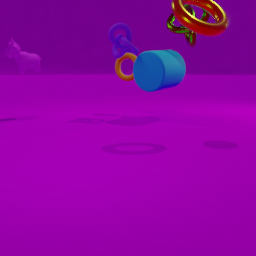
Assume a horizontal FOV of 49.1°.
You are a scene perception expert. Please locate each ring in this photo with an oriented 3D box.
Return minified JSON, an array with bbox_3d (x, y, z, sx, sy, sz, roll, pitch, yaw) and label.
[{"bbox_3d":[-0.018,-2.466,11.364,1.129,1.129,0.226,6,13,25],"label":"ring"},{"bbox_3d":[1.665,-2.651,6.474,1.421,1.421,0.284,-5,-31,-23],"label":"ring"}]

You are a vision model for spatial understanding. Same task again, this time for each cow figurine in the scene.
[{"bbox_3d":[-3.734,-2.564,10.027,1.234,1.214,0.677,-9,36,-25],"label":"cow figurine"}]

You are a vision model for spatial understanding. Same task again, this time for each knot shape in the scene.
[{"bbox_3d":[-0.223,-3.130,9.995,1.282,1.200,0.592,13,45,41],"label":"knot shape"},{"bbox_3d":[2.140,-3.978,10.397,0.800,1.731,1.620,-18,39,-34],"label":"knot shape"}]

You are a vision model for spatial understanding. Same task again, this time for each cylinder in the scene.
[{"bbox_3d":[1.123,-2.064,10.036,1.384,1.384,1.384,10,20,40],"label":"cylinder"}]
